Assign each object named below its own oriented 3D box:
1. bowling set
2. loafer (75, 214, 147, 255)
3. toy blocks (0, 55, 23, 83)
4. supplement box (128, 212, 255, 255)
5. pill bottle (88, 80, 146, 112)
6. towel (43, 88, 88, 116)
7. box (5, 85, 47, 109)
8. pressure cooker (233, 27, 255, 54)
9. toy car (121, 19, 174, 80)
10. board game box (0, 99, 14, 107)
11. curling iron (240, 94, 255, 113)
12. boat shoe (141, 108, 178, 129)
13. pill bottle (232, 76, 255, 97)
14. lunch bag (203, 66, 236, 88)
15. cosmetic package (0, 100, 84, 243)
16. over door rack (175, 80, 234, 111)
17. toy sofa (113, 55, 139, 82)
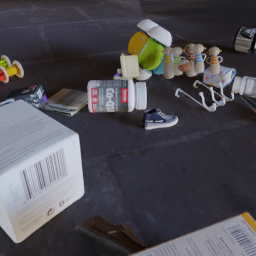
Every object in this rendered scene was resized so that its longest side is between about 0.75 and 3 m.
[{"bbox_3d":[2.524,-2.893,11.403,2.593,1.392,1.805,-3,1,15],"label":"bowling set"},{"bbox_3d":[-0.096,2.466,6.103,2.254,0.823,0.800,20,40,26],"label":"loafer"},{"bbox_3d":[-6.689,-2.668,13.588,2.022,0.881,2.426,27,42,32],"label":"toy blocks"},{"bbox_3d":[0.931,2.805,4.674,2.998,1.889,1.102,-13,38,-17],"label":"supplement box"},{"bbox_3d":[-0.424,-1.276,11.187,2.249,1.281,1.281,-1,34,-1],"label":"pill bottle"},{"bbox_3d":[-2.588,-1.190,11.925,1.746,0.313,1.814,15,38,21],"label":"towel"},{"bbox_3d":[-4.098,-1.187,11.361,1.329,0.705,0.812,-11,33,6],"label":"box"},{"bbox_3d":[7.410,-5.308,16.954,1.655,1.455,1.478,24,32,30],"label":"pressure cooker"},{"bbox_3d":[1.226,-3.747,14.174,2.249,2.625,3.000,20,23,-31],"label":"toy car"},{"bbox_3d":[-4.318,0.336,8.145,0.291,2.249,2.250,47,51,13],"label":"board game box"},{"bbox_3d":[5.330,-0.789,11.291,0.574,0.296,2.314,-41,35,6],"label":"curling iron"},{"bbox_3d":[1.219,-0.416,10.464,1.461,0.678,0.546,-13,36,-18],"label":"boat shoe"},{"bbox_3d":[5.443,-1.814,12.361,1.503,0.855,0.855,12,36,17],"label":"pill bottle"},{"bbox_3d":[4.421,-2.539,13.489,1.083,0.812,1.277,27,53,36],"label":"lunch bag"},{"bbox_3d":[-2.804,0.928,7.189,2.584,2.132,2.130,28,42,33],"label":"cosmetic package"},{"bbox_3d":[3.308,-1.555,12.145,1.521,0.686,2.058,-26,42,-34],"label":"over door rack"},{"bbox_3d":[-0.194,-2.372,12.016,1.049,0.890,2.149,-4,-3,-6],"label":"toy sofa"}]
